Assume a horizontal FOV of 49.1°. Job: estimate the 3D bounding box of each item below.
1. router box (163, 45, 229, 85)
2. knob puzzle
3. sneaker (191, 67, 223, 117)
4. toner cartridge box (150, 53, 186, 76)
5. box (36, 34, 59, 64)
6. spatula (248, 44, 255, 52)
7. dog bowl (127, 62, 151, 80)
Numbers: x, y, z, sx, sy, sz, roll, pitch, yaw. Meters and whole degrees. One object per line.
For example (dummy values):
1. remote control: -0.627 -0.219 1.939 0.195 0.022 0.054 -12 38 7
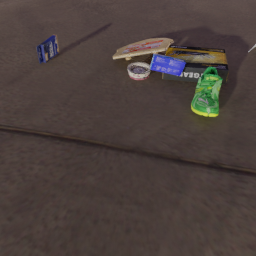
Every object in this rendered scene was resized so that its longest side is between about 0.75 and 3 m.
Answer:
1. router box: 2.861 -2.768 12.040 2.597 0.678 2.042 6 41 7
2. knob puzzle: 0.803 -3.723 13.203 3.019 0.419 3.019 -12 26 6
3. sneaker: 2.830 -1.350 10.055 0.965 1.089 2.606 8 41 8
4. toner cartridge box: 1.542 -2.467 10.942 1.257 0.597 0.271 11 31 -8
5. box: -3.668 -3.618 12.915 0.234 0.876 1.447 15 43 14
6. spatula: 6.329 -4.128 13.678 0.091 0.791 1.137 45 62 6
7. dog bowl: 0.474 -2.395 11.857 1.007 0.371 1.007 0 40 0
